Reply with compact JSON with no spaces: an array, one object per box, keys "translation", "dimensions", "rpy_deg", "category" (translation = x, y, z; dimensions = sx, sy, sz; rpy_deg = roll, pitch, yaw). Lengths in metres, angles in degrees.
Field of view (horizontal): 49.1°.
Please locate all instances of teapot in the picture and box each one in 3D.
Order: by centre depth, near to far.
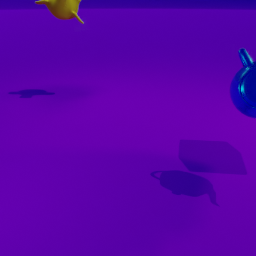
[{"translation":[2.305,-0.622,4.768],"dimensions":[1.028,1.653,0.810],"rpy_deg":[-28,-8,18],"category":"teapot"}]

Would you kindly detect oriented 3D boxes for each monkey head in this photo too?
[{"translation":[-2.261,-4.275,9.559],"dimensions":[1.775,1.070,1.277],"rpy_deg":[21,14,-8],"category":"monkey head"}]
